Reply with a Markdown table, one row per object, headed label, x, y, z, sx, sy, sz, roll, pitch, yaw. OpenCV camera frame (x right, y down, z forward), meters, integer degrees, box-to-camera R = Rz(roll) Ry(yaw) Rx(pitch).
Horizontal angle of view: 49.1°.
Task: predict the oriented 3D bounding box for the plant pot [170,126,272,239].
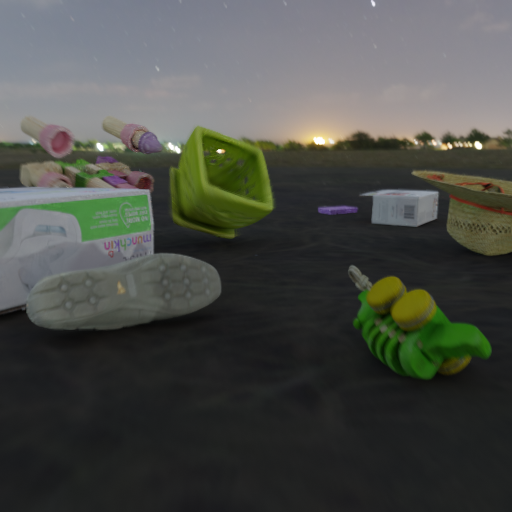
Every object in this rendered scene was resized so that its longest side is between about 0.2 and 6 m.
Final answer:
| label | x | y | z | sx | sy | sz | roll | pitch | yaw |
| --- | --- | --- | --- | --- | --- | --- | --- | --- | --- |
| plant pot | -0.760 | -1.243 | 10.476 | 1.522 | 1.530 | 1.388 | 15 | -40 | -33 |

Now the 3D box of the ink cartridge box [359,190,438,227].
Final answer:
| label | x | y | z | sx | sy | sz | roll | pitch | yaw |
| --- | --- | --- | --- | --- | --- | --- | --- | --- | --- |
| ink cartridge box | 3.452 | -1.188 | 13.589 | 1.479 | 0.707 | 1.685 | 7 | 13 | 32 |

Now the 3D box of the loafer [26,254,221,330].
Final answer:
| label | x | y | z | sx | sy | sz | roll | pitch | yaw |
| --- | --- | --- | --- | --- | --- | --- | --- | --- | --- |
| loafer | -1.303 | 0.377 | 5.720 | 1.965 | 0.687 | 0.686 | -3 | -13 | -32 |

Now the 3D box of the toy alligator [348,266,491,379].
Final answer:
| label | x | y | z | sx | sy | sz | roll | pitch | yaw |
| --- | --- | --- | --- | --- | --- | --- | --- | --- | --- |
| toy alligator | 1.168 | 0.598 | 4.991 | 0.612 | 0.669 | 2.256 | -43 | 18 | -4 |

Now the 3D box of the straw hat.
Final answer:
| label | x | y | z | sx | sy | sz | roll | pitch | yaw |
| --- | --- | --- | --- | --- | --- | --- | --- | --- | --- |
| straw hat | 3.957 | -0.651 | 9.558 | 2.783 | 1.178 | 2.783 | 7 | 14 | -2 |

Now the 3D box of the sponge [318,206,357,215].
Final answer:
| label | x | y | z | sx | sy | sz | roll | pitch | yaw |
| --- | --- | --- | --- | --- | --- | --- | --- | --- | --- |
| sponge | 2.247 | -1.254 | 15.398 | 0.965 | 0.144 | 0.538 | -7 | 13 | -31 |

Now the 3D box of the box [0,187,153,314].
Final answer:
| label | x | y | z | sx | sy | sz | roll | pitch | yaw |
| --- | --- | --- | --- | --- | --- | --- | --- | --- | --- |
| box | -3.063 | -0.196 | 7.253 | 2.312 | 1.267 | 2.621 | 5 | 11 | 32 |

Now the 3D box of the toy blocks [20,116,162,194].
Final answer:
| label | x | y | z | sx | sy | sz | roll | pitch | yaw |
| --- | --- | --- | --- | --- | --- | --- | --- | --- | --- |
| toy blocks | -2.836 | -1.145 | 10.243 | 2.063 | 2.451 | 2.291 | 29 | 28 | 28 |
